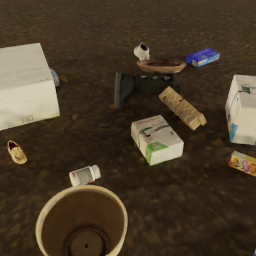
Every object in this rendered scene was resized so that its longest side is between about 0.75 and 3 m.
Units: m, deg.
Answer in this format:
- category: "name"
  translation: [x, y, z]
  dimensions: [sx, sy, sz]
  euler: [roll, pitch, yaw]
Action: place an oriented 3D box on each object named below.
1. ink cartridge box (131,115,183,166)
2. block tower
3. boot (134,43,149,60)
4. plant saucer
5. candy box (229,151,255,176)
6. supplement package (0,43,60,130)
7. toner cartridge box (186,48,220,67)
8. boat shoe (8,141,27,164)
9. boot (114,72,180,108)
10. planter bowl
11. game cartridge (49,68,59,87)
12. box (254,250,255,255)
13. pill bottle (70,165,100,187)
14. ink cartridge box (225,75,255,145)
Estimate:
- category: "ink cartridge box"
  translation: [0.990, 0.383, 9.987]
  dimensions: [1.239, 0.715, 1.696]
  euler: [-15, 43, -17]
- category: "block tower"
  translation: [2.121, -0.817, 11.266]
  dimensions: [0.645, 0.603, 2.233]
  euler: [-43, 51, 1]
- category: "boot"
  translation: [0.790, -4.272, 15.319]
  dimensions: [0.660, 0.858, 1.794]
  euler: [-11, 42, -13]
- category: "plant saucer"
  translation: [1.639, -3.057, 13.856]
  dimensions: [2.413, 0.387, 2.413]
  euler: [0, 21, 0]
- category: "candy box"
  translation: [3.844, 1.168, 9.204]
  dimensions: [0.924, 0.539, 0.261]
  euler: [23, 48, 25]
- category: "supplement package"
  translation: [-4.391, -1.709, 11.231]
  dimensions: [2.537, 1.951, 2.653]
  euler: [-15, 51, -17]
- category: "toner cartridge box"
  translation: [4.061, -3.826, 15.175]
  dimensions: [1.709, 0.369, 0.812]
  euler: [-24, 47, -25]
- category: "boat shoe"
  translation: [-3.899, 0.822, 9.733]
  dimensions: [0.406, 0.381, 1.101]
  euler: [-32, 50, -31]
- category: "boot"
  translation: [0.870, -1.693, 12.355]
  dimensions: [2.898, 0.951, 2.389]
  euler: [4, 42, -2]
- category: "planter bowl"
  translation: [-1.051, 2.632, 6.844]
  dimensions: [2.066, 1.390, 2.066]
  euler: [0, 41, 0]
- category: "game cartridge"
  translation: [-4.103, -2.445, 13.581]
  dimensions: [1.215, 0.369, 1.822]
  euler: [-23, 46, -27]
- category: "box"
  translation: [3.603, 3.590, 6.403]
  dimensions: [1.630, 0.388, 0.994]
  euler: [23, 55, 24]
- category: "pill bottle"
  translation: [-1.354, 1.509, 8.842]
  dimensions: [0.873, 0.497, 0.497]
  euler: [-17, 43, -19]
- category: "ink cartridge box"
  translation: [4.399, -0.730, 10.568]
  dimensions: [0.964, 1.644, 2.245]
  euler: [6, 41, 6]
